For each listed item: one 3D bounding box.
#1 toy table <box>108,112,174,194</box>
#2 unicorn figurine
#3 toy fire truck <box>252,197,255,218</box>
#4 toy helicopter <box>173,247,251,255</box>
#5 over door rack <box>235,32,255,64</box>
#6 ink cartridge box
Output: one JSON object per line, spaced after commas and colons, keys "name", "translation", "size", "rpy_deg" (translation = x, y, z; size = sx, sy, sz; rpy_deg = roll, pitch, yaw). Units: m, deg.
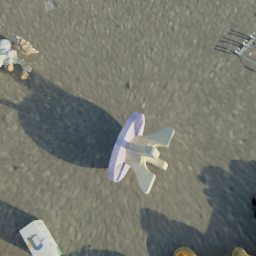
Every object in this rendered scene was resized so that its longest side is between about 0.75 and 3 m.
{"name": "toy table", "translation": [0.350, 0.588, 6.800], "size": [1.057, 1.659, 1.805], "rpy_deg": [19, 88, 22]}
{"name": "unicorn figurine", "translation": [-4.085, -1.775, 7.869], "size": [2.858, 1.055, 1.963], "rpy_deg": [-29, 64, -23]}
{"name": "toy fire truck", "translation": [3.692, 2.033, 6.849], "size": [0.989, 0.636, 0.870], "rpy_deg": [-3, 77, -22]}
{"name": "toy helicopter", "translation": [2.182, 3.467, 6.319], "size": [2.469, 0.974, 1.633], "rpy_deg": [15, 82, 16]}
{"name": "over door rack", "translation": [3.891, -2.247, 8.257], "size": [1.143, 0.381, 0.845], "rpy_deg": [43, 78, 12]}
{"name": "ink cartridge box", "translation": [-2.019, 2.667, 6.526], "size": [0.420, 0.698, 0.961], "rpy_deg": [-33, 75, -10]}
